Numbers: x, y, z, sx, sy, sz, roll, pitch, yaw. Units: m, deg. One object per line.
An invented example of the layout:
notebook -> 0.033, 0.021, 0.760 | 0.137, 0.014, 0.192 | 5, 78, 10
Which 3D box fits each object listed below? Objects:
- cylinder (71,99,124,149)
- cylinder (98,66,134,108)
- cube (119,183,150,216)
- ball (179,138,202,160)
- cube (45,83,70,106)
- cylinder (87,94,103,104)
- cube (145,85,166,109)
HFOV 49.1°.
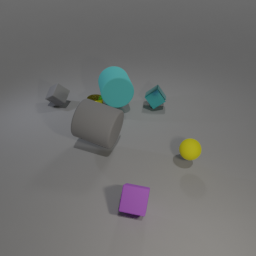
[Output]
cylinder -> -1.035, -0.153, 9.702 | 1.400, 1.400, 1.400 | 20, 36, 11
cylinder -> -0.547, -1.812, 12.273 | 1.400, 1.400, 1.400 | -6, 32, -9
cube -> 0.188, 1.921, 7.583 | 0.700, 0.700, 0.700 | 9, -7, 7
ball -> 1.993, 0.683, 8.967 | 0.700, 0.700, 0.700 | 0, 32, 0
cube -> -3.232, -1.518, 12.854 | 0.700, 0.700, 0.700 | -13, 54, 45
cylinder -> -1.462, -1.060, 12.562 | 0.700, 0.700, 0.700 | -1, 31, 0
cube -> 1.253, -1.414, 12.682 | 0.700, 0.700, 0.700 | -32, 17, 21
